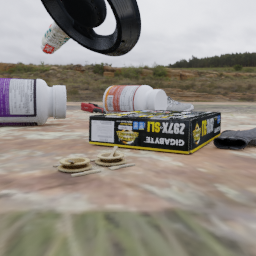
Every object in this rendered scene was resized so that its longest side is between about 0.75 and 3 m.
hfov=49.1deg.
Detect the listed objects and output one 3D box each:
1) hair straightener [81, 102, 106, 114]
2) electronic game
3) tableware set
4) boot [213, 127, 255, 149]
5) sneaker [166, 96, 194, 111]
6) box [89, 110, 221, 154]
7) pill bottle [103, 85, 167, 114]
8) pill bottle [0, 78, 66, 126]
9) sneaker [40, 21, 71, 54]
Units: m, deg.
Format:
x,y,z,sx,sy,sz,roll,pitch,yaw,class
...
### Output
x,y,z,sx,sy,sz,roll,pitch,yaw,class
-1.460,-1.116,15.479,1.061,0.564,2.757,-6,9,-42,hair straightener
-0.983,-2.828,6.312,2.980,0.620,2.980,32,-21,14,electronic game
-0.443,0.404,3.650,0.958,0.192,0.633,-5,8,-36,tableware set
2.086,0.220,4.898,1.060,0.370,0.698,-9,5,27,boot
1.801,-1.125,13.301,2.601,1.066,0.972,3,7,26,sneaker
0.703,-0.034,5.791,1.966,0.607,2.462,2,6,28,box
0.284,-1.038,11.295,2.412,1.353,1.353,6,9,35,pill bottle
-3.264,-0.804,8.680,2.602,1.450,1.450,-1,6,-16,pill bottle
-2.748,-3.490,10.928,0.976,1.296,2.773,29,-7,-28,sneaker
